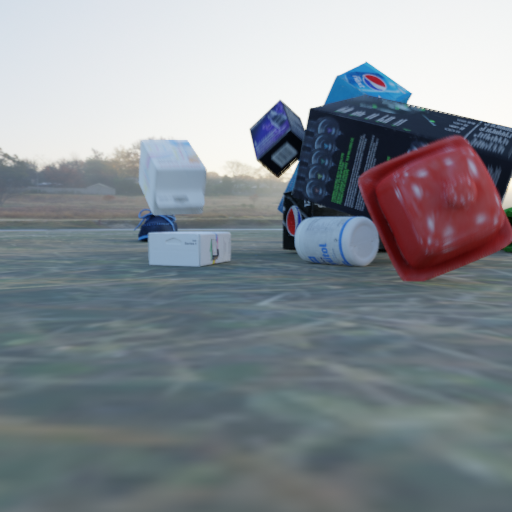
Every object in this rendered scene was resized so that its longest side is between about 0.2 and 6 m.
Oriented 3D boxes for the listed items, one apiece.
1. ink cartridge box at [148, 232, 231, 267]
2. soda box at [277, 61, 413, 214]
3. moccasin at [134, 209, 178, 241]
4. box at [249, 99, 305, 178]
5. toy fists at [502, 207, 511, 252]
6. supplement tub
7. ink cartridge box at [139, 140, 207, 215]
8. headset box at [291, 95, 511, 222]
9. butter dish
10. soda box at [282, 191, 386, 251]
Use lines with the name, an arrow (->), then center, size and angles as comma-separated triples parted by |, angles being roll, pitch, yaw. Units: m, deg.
ink cartridge box -> -0.942, -0.114, 8.097 | 0.806, 0.467, 1.113 | 1, 4, 19
soda box -> 1.781, -2.132, 12.034 | 1.250, 3.685, 1.182 | 40, 49, 15
moccasin -> -3.264, -1.054, 18.307 | 1.325, 1.123, 3.293 | 0, 3, -6
box -> 0.384, -1.971, 9.385 | 0.561, 0.796, 1.076 | 34, 27, -33
toy fists -> 5.805, -0.612, 11.767 | 1.569, 1.059, 3.079 | 1, 2, 4
supplement tub -> 1.132, -0.211, 7.913 | 0.690, 0.690, 1.046 | -3, 3, -39
ink cartridge box -> -1.554, -1.445, 10.450 | 0.967, 0.942, 1.505 | -5, 34, -23
headset box -> 2.287, -1.429, 8.492 | 2.985, 1.385, 2.599 | 20, 27, 20
butter dish -> 1.846, -0.529, 5.462 | 1.297, 1.301, 0.962 | -22, -7, -2
soda box -> 2.267, -0.703, 11.401 | 3.483, 1.232, 1.103 | -1, 2, -28
